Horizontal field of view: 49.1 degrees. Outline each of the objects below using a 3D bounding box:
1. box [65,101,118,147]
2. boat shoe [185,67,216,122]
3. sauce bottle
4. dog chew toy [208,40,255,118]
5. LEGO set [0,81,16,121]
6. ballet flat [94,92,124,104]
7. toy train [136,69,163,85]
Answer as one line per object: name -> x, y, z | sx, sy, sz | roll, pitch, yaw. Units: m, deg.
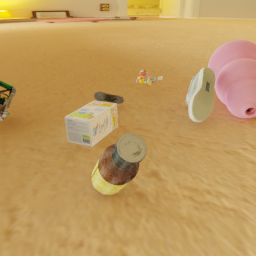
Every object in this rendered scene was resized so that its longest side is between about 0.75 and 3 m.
box -> -0.887, -0.159, 7.173 | 0.751, 0.677, 1.336 | 10, 27, 25
boat shoe -> 2.028, -0.891, 8.049 | 0.665, 0.678, 1.905 | 30, 59, -15
sauce bottle -> -0.168, 0.615, 4.348 | 0.644, 1.951, 0.644 | 5, 69, -13
dog chew toy -> 3.493, -1.453, 8.696 | 1.835, 1.835, 2.947 | 3, 44, 6
LEGO set -> -3.817, -0.682, 7.211 | 1.371, 1.784, 1.033 | -20, 51, 40
ballet flat -> -0.597, -0.966, 8.931 | 1.024, 0.345, 0.237 | 10, 27, 17
toy train -> 0.698, -1.863, 9.961 | 0.998, 0.278, 0.750 | 24, 54, 37
